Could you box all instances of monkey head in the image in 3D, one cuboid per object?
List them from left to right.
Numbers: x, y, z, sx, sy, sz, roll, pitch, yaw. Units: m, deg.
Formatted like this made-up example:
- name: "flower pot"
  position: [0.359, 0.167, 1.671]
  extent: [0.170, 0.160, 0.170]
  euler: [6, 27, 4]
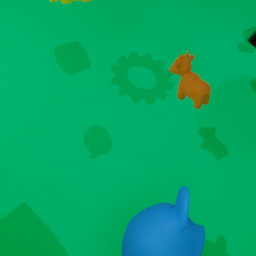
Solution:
- name: "monkey head"
  position: [0.535, 1.877, 4.132]
  extent: [1.193, 1.424, 1.979]
  euler: [36, 104, -18]

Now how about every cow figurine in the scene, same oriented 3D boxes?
- name: "cow figurine"
  position: [1.307, -0.999, 5.774]
  extent: [0.548, 0.982, 0.998]
  euler: [-29, 48, -28]

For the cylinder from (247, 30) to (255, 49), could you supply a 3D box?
- name: "cylinder"
  position: [3.705, -2.275, 7.017]
  extent: [0.979, 0.979, 0.979]
  euler: [49, 117, 14]

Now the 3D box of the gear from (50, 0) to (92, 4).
- name: "gear"
  position: [-0.911, -3.198, 6.124]
  extent: [1.784, 0.330, 1.784]
  euler: [-6, 40, 5]
